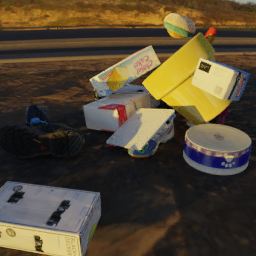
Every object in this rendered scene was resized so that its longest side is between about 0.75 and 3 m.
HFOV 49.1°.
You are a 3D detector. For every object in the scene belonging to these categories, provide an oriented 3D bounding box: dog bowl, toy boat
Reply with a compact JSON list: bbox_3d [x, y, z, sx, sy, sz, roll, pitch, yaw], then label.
[{"bbox_3d":[2.575,0.563,8.165,1.852,0.729,1.852,0,25,0],"label":"dog bowl"},{"bbox_3d":[2.196,-3.471,10.242,1.992,0.926,1.674,30,22,17],"label":"toy boat"}]

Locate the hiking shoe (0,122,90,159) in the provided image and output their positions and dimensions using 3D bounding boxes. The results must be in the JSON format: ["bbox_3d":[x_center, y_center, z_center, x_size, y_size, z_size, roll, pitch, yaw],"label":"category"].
[{"bbox_3d":[-2.608,0.345,8.635,2.747,1.040,1.383,7,9,8],"label":"hiking shoe"}]

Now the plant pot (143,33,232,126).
[{"bbox_3d":[2.176,-1.465,9.452,2.497,2.349,2.497,-41,5,4],"label":"plant pot"}]

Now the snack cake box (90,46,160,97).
[{"bbox_3d":[-0.149,-2.158,10.782,2.427,0.816,1.396,-33,13,-14],"label":"snack cake box"}]

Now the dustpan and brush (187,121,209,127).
[{"bbox_3d":[2.738,-0.017,10.040,0.789,0.324,1.131,-14,21,-24],"label":"dustpan and brush"}]

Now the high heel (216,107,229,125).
[{"bbox_3d":[3.698,-0.855,11.043,0.639,0.911,1.896,4,25,9],"label":"high heel"}]

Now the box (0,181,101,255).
[{"bbox_3d":[-1.730,1.779,5.601,2.146,0.645,1.251,4,25,9],"label":"box"}]

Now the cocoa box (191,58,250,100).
[{"bbox_3d":[2.322,-1.237,7.093,0.727,0.739,1.107,0,27,-36],"label":"cocoa box"}]

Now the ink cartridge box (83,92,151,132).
[{"bbox_3d":[-0.342,-0.658,10.423,1.590,0.922,2.155,7,23,36],"label":"ink cartridge box"}]

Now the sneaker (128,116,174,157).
[{"bbox_3d":[0.724,0.138,8.823,0.827,0.968,2.197,18,31,30],"label":"sneaker"}]

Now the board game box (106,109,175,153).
[{"bbox_3d":[0.386,0.033,8.674,1.734,0.224,1.734,-46,30,-25],"label":"board game box"}]

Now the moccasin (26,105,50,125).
[{"bbox_3d":[-3.076,-0.434,9.596,0.831,0.704,2.066,-12,1,-22],"label":"moccasin"}]

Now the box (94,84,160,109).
[{"bbox_3d":[-0.027,-1.357,12.304,2.575,0.774,1.502,12,27,24],"label":"box"}]
